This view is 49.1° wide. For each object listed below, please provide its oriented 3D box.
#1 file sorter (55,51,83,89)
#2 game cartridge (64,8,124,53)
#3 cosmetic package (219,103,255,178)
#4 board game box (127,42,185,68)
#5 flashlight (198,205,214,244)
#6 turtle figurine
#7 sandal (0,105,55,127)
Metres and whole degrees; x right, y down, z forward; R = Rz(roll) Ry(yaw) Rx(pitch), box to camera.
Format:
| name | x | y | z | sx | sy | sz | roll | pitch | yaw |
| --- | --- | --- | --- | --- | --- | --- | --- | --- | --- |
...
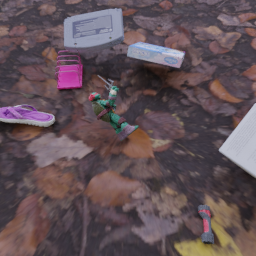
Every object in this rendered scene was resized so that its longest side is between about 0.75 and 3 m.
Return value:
| name | x | y | z | sx | sy | sz | roll | pitch | yaw |
| --- | --- | --- | --- | --- | --- | --- | --- | --- | --- |
| file sorter | -1.846 | -1.835 | 8.729 | 0.747 | 0.674 | 1.075 | -4 | 51 | -3 |
| game cartridge | -1.054 | -2.963 | 8.623 | 1.861 | 0.380 | 1.239 | -7 | 69 | 9 |
| cosmetic package | 3.152 | 0.600 | 5.288 | 0.999 | 1.423 | 2.805 | 34 | 7 | -19 |
| board game box | 0.915 | -2.265 | 8.548 | 1.558 | 0.338 | 1.551 | 15 | 24 | 9 |
| flashlight | 1.607 | 2.000 | 5.836 | 0.258 | 0.259 | 0.761 | -27 | 41 | 38 |
| turtle figurine | -0.451 | -0.467 | 7.063 | 0.812 | 1.208 | 1.613 | -37 | 89 | -9 |
| sandal | -2.820 | -0.429 | 7.626 | 1.690 | 0.415 | 0.688 | 8 | 32 | 0 |
